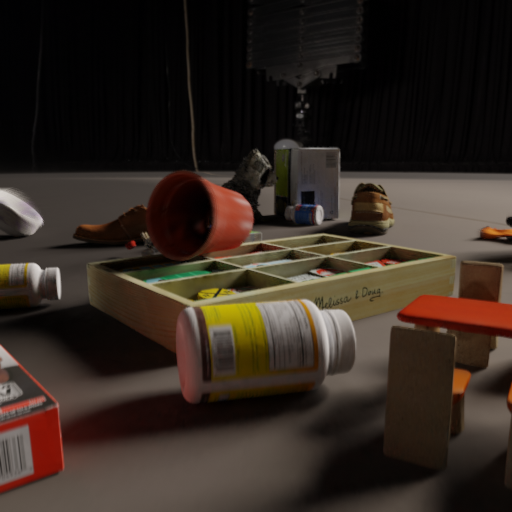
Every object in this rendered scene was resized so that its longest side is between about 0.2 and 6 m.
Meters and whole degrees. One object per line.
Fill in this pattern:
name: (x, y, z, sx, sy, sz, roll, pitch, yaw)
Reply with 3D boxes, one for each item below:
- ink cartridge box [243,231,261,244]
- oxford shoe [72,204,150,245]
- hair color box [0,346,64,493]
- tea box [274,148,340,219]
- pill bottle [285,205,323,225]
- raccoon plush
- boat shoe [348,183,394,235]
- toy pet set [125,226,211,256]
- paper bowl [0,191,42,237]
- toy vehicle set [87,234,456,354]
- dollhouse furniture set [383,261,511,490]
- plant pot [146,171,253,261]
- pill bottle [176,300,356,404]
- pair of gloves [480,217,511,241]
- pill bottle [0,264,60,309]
ink cartridge box: (-0.446, -0.025, 7.774, 1.064, 0.553, 0.316, -6, 10, -28)
oxford shoe: (-2.338, -0.581, 10.385, 2.061, 0.735, 0.735, -5, 13, -16)
hair color box: (-1.663, 0.898, 3.230, 0.666, 0.402, 1.311, -10, 14, -38)
tea box: (1.256, -1.863, 14.352, 1.177, 1.762, 1.733, -4, 11, -19)
pill bottle: (1.112, -0.971, 13.149, 0.832, 0.467, 0.467, 6, 12, 29)
raccoon plush: (-0.772, -1.622, 13.145, 2.584, 1.731, 1.250, -3, 11, -16)
boat shoe: (2.586, -1.117, 12.422, 1.029, 1.005, 2.720, 2, 11, 10)
toy pet set: (-1.240, -0.215, 9.311, 1.245, 0.708, 1.334, -34, -9, 25)
paper bowl: (-4.861, -0.784, 11.126, 1.050, 0.546, 1.050, 39, 3, -2)
toy vehicle set: (0.241, 0.270, 6.396, 3.653, 0.484, 2.270, -8, 13, -37)
dollhouse furniture set: (2.029, 0.473, 3.517, 2.162, 1.126, 2.186, 6, 12, 29)
plant pot: (-0.588, -0.439, 6.589, 0.997, 0.997, 0.970, 7, 3, 32)
pill bottle: (0.064, 0.645, 3.913, 1.185, 0.647, 0.647, -2, 11, -15)
pair of gloves: (5.825, -0.510, 11.007, 2.198, 0.305, 2.467, 9, 14, 39)
pill bottle: (-2.604, 0.331, 6.086, 0.875, 0.487, 0.487, -2, 11, -14)
